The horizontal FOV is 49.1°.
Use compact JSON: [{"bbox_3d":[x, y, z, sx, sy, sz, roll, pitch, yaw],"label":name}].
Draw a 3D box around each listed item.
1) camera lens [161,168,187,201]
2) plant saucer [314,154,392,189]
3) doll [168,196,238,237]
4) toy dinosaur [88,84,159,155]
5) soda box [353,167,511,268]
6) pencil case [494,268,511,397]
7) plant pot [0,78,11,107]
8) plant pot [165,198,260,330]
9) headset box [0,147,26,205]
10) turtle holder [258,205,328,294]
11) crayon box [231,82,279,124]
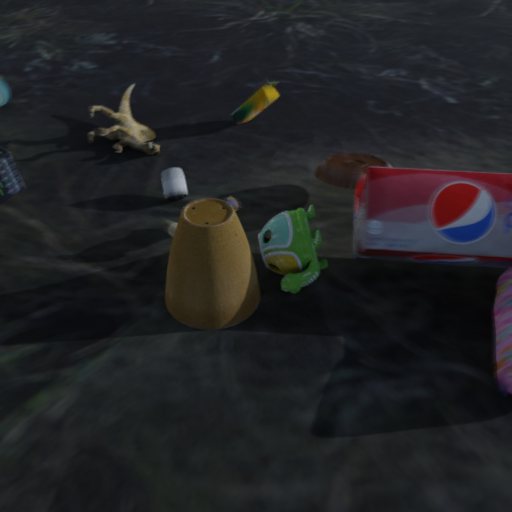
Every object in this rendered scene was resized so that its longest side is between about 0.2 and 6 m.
[{"bbox_3d":[-1.624,-1.403,11.092,0.455,0.455,0.569,-10,80,-12],"label":"camera lens"},{"bbox_3d":[1.930,-1.687,10.867,1.594,0.275,1.594,1,26,0],"label":"plant saucer"},{"bbox_3d":[-0.979,-0.684,9.996,1.379,0.941,0.334,-27,83,-33],"label":"doll"},{"bbox_3d":[-3.184,-3.065,13.290,1.506,0.867,2.977,-3,43,-29],"label":"toy dinosaur"},{"bbox_3d":[3.709,-0.532,8.894,4.175,1.462,1.324,3,83,3],"label":"soda box"},{"bbox_3d":[3.825,1.055,7.812,0.930,0.930,2.128,11,39,13],"label":"pencil case"},{"bbox_3d":[-6.946,-4.004,14.195,1.000,1.000,0.979,8,46,10],"label":"plant pot"},{"bbox_3d":[-0.699,-0.002,8.537,1.528,1.640,1.528,0,37,0],"label":"plant pot"},{"bbox_3d":[-5.762,-1.482,10.764,1.751,0.933,2.011,29,54,30],"label":"headset box"},{"bbox_3d":[0.615,-0.055,9.240,1.008,1.079,1.420,-14,78,6],"label":"turtle holder"},{"bbox_3d":[0.048,-3.691,13.511,0.310,1.221,0.775,54,30,-2],"label":"crayon box"}]
